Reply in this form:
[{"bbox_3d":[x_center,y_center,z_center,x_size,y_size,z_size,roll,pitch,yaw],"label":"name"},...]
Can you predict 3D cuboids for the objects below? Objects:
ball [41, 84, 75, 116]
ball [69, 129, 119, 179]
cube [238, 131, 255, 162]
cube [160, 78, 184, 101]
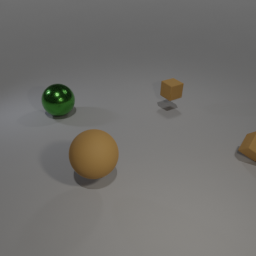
[{"bbox_3d":[-2.981,-1.195,12.001,1.400,1.400,1.400,0,31,0],"label":"ball"},{"bbox_3d":[-0.960,0.731,7.900,1.400,1.400,1.400,0,31,0],"label":"ball"},{"bbox_3d":[4.215,0.605,9.183,0.700,0.700,0.700,34,77,0],"label":"cube"},{"bbox_3d":[1.914,-1.693,12.284,0.700,0.700,0.700,-18,38,-28],"label":"cube"}]
